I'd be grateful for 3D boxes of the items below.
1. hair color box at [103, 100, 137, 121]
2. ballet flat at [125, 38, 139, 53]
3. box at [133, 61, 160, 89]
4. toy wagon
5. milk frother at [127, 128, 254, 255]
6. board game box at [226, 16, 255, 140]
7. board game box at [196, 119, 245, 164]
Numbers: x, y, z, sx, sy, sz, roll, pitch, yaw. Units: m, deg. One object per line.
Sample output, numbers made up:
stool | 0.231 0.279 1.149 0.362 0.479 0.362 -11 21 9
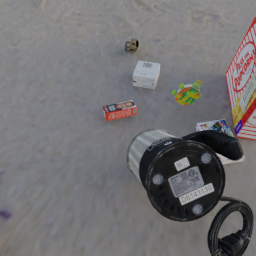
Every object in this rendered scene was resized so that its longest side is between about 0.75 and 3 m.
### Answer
hair color box | -0.246 -0.522 8.313 0.933 0.286 0.474 -13 35 -12
ballet flat | 0.226 -2.914 9.955 0.370 0.538 1.596 7 18 10
box | 0.615 -1.770 9.313 0.767 0.504 0.771 11 54 11
toy wagon | 1.807 -1.046 8.252 0.752 0.969 0.192 24 49 -21
milk frother | 1.239 1.280 5.953 2.198 2.435 2.290 -5 7 -8
board game box | 3.638 -1.424 7.956 0.657 2.150 2.838 10 50 -1
board game box | 2.511 0.374 7.736 0.859 0.235 1.361 -7 51 -6
